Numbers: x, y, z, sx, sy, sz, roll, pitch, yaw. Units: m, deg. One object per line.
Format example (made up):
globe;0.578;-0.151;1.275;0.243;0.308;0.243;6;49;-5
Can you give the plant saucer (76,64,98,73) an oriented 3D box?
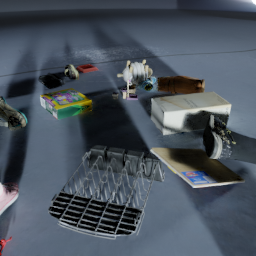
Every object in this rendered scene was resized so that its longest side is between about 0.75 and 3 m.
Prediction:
plant saucer;-2.442;-3.568;16.682;1.024;0.188;1.026;-19;33;-30

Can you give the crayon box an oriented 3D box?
crayon box;-2.623;-1.061;11.803;1.550;0.524;1.796;-18;34;-32

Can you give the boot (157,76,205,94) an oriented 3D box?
boot;2.367;-1.917;12.804;2.027;1.001;2.611;2;26;0

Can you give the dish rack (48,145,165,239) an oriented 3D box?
dish rack;-0.423;1.515;6.952;2.291;0.815;2.987;7;32;15

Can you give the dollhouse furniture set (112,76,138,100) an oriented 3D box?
dollhouse furniture set;-0.103;-2.085;13.108;1.169;1.047;1.475;1;29;2

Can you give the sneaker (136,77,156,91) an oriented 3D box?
sneaker;1.100;-2.141;13.828;1.205;0.479;0.787;-29;37;-27

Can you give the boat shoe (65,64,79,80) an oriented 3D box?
boat shoe;-3.203;-3.079;15.353;0.547;0.618;1.689;-11;30;-28

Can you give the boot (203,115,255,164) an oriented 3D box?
boot;3.412;0.412;8.911;1.860;0.889;2.462;12;24;6

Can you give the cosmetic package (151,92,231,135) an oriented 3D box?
cosmetic package;2.311;-0.598;10.535;2.626;0.960;1.359;-7;30;-15

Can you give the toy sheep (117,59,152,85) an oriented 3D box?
toy sheep;0.349;-2.780;14.198;1.864;1.285;1.285;-4;29;-15

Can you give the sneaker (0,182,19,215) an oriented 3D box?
sneaker;-3.096;1.504;6.776;0.549;0.762;1.458;-1;17;3

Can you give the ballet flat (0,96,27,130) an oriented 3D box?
ballet flat;-4.787;-0.579;10.716;0.922;0.831;2.449;-30;44;-31

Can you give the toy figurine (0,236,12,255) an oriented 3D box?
toy figurine;-3.571;1.968;5.545;2.174;1.303;1.147;8;30;13

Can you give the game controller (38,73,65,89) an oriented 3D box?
game controller;-3.999;-2.453;14.599;0.938;0.379;1.799;-32;39;-22

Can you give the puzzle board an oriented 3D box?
puzzle board;1.898;1.052;7.615;2.238;0.195;1.686;4;25;-39
